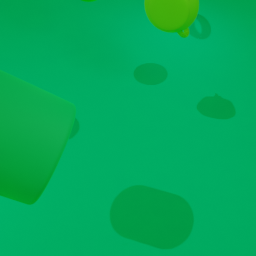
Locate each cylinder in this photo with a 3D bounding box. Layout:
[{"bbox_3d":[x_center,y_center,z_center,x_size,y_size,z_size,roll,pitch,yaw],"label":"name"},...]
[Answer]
[{"bbox_3d":[-1.421,0.052,3.139,1.270,1.270,1.270,25,55,-18],"label":"cylinder"}]

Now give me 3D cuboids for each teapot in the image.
[{"bbox_3d":[0.833,-2.414,5.257,1.019,1.638,0.802,-4,44,34],"label":"teapot"}]

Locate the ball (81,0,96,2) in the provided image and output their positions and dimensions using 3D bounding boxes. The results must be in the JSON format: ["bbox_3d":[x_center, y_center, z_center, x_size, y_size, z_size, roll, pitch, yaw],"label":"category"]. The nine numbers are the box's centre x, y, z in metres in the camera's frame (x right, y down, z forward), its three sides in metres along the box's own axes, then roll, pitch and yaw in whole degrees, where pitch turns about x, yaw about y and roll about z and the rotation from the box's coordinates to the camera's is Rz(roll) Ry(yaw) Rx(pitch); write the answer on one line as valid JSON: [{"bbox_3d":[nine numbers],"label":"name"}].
[{"bbox_3d":[-0.896,-3.332,6.215,0.975,0.975,0.975,0,56,0],"label":"ball"}]
